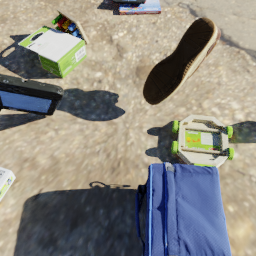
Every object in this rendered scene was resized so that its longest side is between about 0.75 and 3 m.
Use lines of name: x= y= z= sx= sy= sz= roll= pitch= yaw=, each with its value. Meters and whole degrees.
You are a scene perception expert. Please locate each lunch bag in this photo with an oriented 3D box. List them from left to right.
lunch bag: x=1.060 y=2.030 z=6.350 sx=1.801 sy=1.850 sz=2.723 roll=2 pitch=54 yaw=1

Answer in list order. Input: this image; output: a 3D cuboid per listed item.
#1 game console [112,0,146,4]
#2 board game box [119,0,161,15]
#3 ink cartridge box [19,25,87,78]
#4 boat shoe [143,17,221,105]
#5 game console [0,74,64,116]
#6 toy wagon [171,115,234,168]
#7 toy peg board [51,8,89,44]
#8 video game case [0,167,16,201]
game console: x=0.117 y=-6.122 z=13.060 sx=1.564 sy=0.243 sz=1.383 roll=5 pitch=41 yaw=7
board game box: x=0.546 y=-5.566 z=12.884 sx=1.879 sy=0.183 sz=0.967 roll=-2 pitch=53 yaw=-2
ink cartridge box: x=-2.829 y=-2.959 z=10.645 sx=2.029 sy=0.769 sz=1.500 roll=27 pitch=59 yaw=20
boat shoe: x=1.636 y=-1.842 z=8.426 sx=1.064 sy=2.950 sz=1.062 roll=49 pitch=27 yaw=25
game console: x=-3.253 y=-0.183 z=7.390 sx=2.607 sy=2.965 sz=1.725 roll=9 pitch=79 yaw=-20
toy wagon: x=2.179 y=0.583 z=8.278 sx=1.767 sy=0.451 sz=2.278 roll=6 pitch=55 yaw=5
toy peg board: x=-2.330 y=-3.849 z=11.085 sx=1.249 sy=1.254 sz=0.613 roll=39 pitch=81 yaw=24
video game case: x=-4.369 y=1.698 z=7.434 sx=1.979 sy=0.450 sz=1.793 roll=15 pitch=53 yaw=12
